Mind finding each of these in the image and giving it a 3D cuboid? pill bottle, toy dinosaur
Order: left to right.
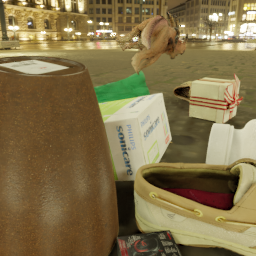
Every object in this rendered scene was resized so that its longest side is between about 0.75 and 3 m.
[{"bbox_3d":[0.758,-2.431,7.487,1.895,1.200,2.796,-31,0,7],"label":"toy dinosaur"},{"bbox_3d":[2.531,0.555,4.541,2.359,1.310,1.310,9,21,21],"label":"pill bottle"}]

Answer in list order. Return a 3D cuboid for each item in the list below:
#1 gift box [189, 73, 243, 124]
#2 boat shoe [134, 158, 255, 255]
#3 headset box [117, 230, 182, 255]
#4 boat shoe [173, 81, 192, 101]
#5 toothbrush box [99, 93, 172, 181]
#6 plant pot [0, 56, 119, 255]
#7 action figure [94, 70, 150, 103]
[{"bbox_3d":[2.852,-1.014,9.026,1.382,1.480,1.365,15,29,34],"label":"gift box"},{"bbox_3d":[1.478,0.921,3.529,2.984,0.991,1.104,-4,30,14],"label":"boat shoe"},{"bbox_3d":[0.211,1.553,3.319,0.778,0.292,0.578,-4,19,-11],"label":"headset box"},{"bbox_3d":[2.746,-1.277,10.745,0.835,0.922,2.588,-17,16,-23],"label":"boat shoe"},{"bbox_3d":[-0.616,0.177,5.369,2.488,1.071,1.812,-8,15,22],"label":"toothbrush box"},{"bbox_3d":[-1.043,0.310,3.363,2.020,2.161,2.020,4,23,-2],"label":"plant pot"},{"bbox_3d":[-0.654,-0.960,9.357,2.722,0.744,1.608,-12,62,-7],"label":"action figure"}]
